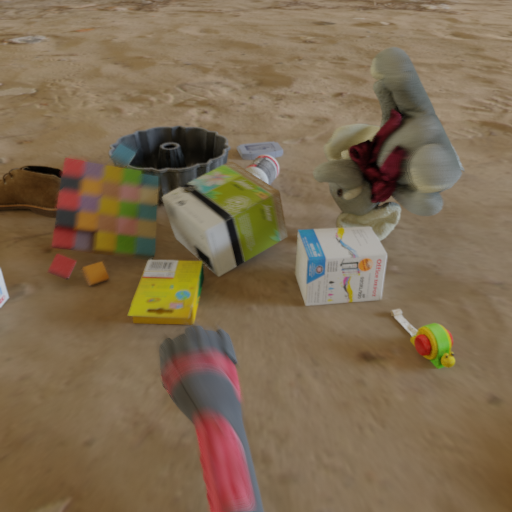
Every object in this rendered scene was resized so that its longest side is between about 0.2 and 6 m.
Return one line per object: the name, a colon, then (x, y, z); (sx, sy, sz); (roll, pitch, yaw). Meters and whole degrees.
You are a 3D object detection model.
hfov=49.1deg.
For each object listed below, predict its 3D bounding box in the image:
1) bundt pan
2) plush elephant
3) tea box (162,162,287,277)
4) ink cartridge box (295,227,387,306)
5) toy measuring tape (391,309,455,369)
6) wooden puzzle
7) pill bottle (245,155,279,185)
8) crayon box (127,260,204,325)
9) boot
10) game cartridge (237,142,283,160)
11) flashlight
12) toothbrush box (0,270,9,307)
bundt pan: (-1.650, -1.736, 10.874); (2.315, 0.869, 2.315); (1, 32, 0)
plush elephant: (1.871, -1.381, 8.595); (2.114, 2.249, 2.731); (-24, -19, 25)
tea box: (-0.489, -0.624, 8.845); (1.370, 0.931, 1.393); (-30, 42, -21)
ink cartridge box: (1.184, 0.133, 7.973); (1.111, 0.818, 0.804); (-4, 33, -6)
toy measuring tape: (2.107, 0.933, 7.085); (0.458, 0.458, 1.246); (-11, 34, -16)
wooden puzzle: (-2.302, -0.714, 8.728); (1.508, 0.179, 2.542); (8, 64, -20)
pill bottle: (0.028, -1.519, 10.801); (0.569, 0.569, 1.028); (11, 34, 17)
crayon box: (-1.224, 0.546, 7.770); (0.842, 0.337, 1.327); (2, 32, 3)
boot: (-4.366, -1.300, 10.222); (2.251, 0.849, 0.828); (6, 35, 12)
game cartridge: (0.087, -2.336, 12.467); (0.944, 0.193, 0.628); (-7, 30, -11)
flashlight: (-0.359, 1.717, 4.891); (0.774, 0.777, 2.287); (-5, 46, -13)
toothbrush box: (-4.373, 0.566, 7.400); (1.618, 0.696, 1.178); (2, 32, 5)
